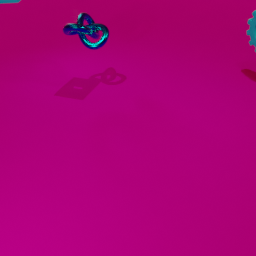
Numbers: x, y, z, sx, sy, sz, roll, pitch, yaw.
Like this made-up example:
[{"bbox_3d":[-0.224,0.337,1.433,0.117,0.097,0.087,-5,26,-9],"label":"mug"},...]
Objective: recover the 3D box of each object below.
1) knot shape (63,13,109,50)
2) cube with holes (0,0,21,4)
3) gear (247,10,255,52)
[{"bbox_3d":[-1.442,-3.206,9.209,1.397,0.690,1.493,-6,49,-28],"label":"knot shape"},{"bbox_3d":[-2.990,-3.757,6.569,1.162,1.162,1.162,7,51,21],"label":"cube with holes"},{"bbox_3d":[4.540,-3.157,9.157,0.285,1.540,1.540,-20,41,-12],"label":"gear"}]
